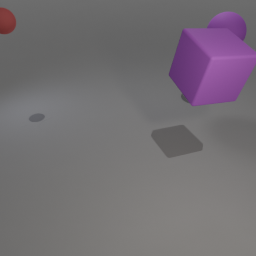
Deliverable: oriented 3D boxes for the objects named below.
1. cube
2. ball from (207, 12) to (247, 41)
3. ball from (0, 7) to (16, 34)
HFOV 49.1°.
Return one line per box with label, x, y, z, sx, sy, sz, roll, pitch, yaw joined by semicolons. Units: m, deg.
cube;2.101;-1.576;7.152;1.400;1.400;1.400;-8;47;-21
ball;3.578;-3.499;10.245;1.400;1.400;1.400;0;31;0
ball;-3.481;-2.970;7.777;0.700;0.700;0.700;0;31;0
